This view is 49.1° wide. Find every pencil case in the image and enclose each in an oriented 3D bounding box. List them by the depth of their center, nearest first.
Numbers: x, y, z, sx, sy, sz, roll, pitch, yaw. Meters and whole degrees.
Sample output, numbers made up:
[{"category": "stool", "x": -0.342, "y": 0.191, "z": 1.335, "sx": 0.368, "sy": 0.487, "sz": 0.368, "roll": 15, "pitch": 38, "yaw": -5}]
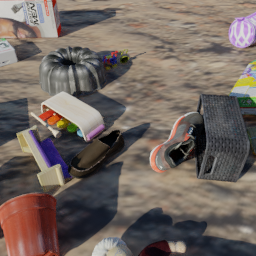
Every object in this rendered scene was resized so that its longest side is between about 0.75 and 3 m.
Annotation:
[{"category": "pencil case", "x": 5.374, "y": -4.310, "z": 11.576, "sx": 2.899, "sy": 1.239, "sz": 1.217, "roll": -35, "pitch": 44, "yaw": -31}]

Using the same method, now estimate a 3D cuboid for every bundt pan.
[{"category": "bundt pan", "x": -1.859, "y": -2.004, "z": 9.363, "sx": 2.336, "sy": 0.877, "sz": 2.336, "roll": 1, "pitch": 42, "yaw": -1}]

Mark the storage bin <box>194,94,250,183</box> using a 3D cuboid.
[{"category": "storage bin", "x": 2.123, "y": 0.195, "z": 6.655, "sx": 0.892, "sy": 1.286, "sz": 1.902, "roll": 4, "pitch": 43, "yaw": 4}]

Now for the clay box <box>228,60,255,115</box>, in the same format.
[{"category": "clay box", "x": 4.142, "y": -1.339, "z": 8.305, "sx": 1.541, "sy": 0.638, "sz": 2.681, "roll": 2, "pitch": 35, "yaw": 41}]

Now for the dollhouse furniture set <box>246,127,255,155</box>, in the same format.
[{"category": "dollhouse furniture set", "x": 4.040, "y": 0.395, "z": 7.119, "sx": 1.706, "sy": 0.856, "sz": 1.118, "roll": -18, "pitch": 29, "yaw": 22}]

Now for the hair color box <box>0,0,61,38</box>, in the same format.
[{"category": "hair color box", "x": -4.406, "y": -4.680, "z": 11.728, "sx": 2.866, "sy": 1.589, "sz": 0.916, "roll": -1, "pitch": 43, "yaw": 0}]

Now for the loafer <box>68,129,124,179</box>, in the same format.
[{"category": "loafer", "x": -0.762, "y": 0.527, "z": 6.745, "sx": 0.631, "sy": 0.617, "sz": 1.729, "roll": 31, "pitch": 49, "yaw": 24}]

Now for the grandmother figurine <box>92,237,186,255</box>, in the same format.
[{"category": "grandmother figurine", "x": 0.585, "y": 2.506, "z": 4.592, "sx": 2.540, "sy": 0.769, "sz": 1.540, "roll": 18, "pitch": 37, "yaw": 15}]

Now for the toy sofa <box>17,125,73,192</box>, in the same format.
[{"category": "toy sofa", "x": -1.961, "y": 0.648, "z": 6.633, "sx": 0.781, "sy": 0.663, "sz": 1.600, "roll": -24, "pitch": 48, "yaw": -23}]

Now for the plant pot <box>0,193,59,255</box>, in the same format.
[{"category": "plant pot", "x": -1.739, "y": 1.918, "z": 5.055, "sx": 1.086, "sy": 1.086, "sz": 1.056, "roll": -14, "pitch": 53, "yaw": -14}]

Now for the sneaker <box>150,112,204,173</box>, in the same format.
[{"category": "sneaker", "x": 1.404, "y": 0.332, "z": 6.695, "sx": 2.025, "sy": 0.780, "sz": 0.829, "roll": -47, "pitch": 18, "yaw": -28}]

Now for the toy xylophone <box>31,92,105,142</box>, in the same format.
[{"category": "toy xylophone", "x": -1.729, "y": -0.318, "z": 7.775, "sx": 1.515, "sy": 0.520, "sz": 2.070, "roll": -31, "pitch": 51, "yaw": -30}]

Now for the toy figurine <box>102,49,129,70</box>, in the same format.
[{"category": "toy figurine", "x": -0.600, "y": -2.624, "z": 10.276, "sx": 1.130, "sy": 0.596, "sz": 0.677, "roll": -27, "pitch": 44, "yaw": -27}]

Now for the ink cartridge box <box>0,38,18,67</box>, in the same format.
[{"category": "ink cartridge box", "x": -4.795, "y": -2.837, "z": 10.518, "sx": 0.889, "sy": 0.512, "sz": 1.218, "roll": -27, "pitch": 49, "yaw": -26}]
